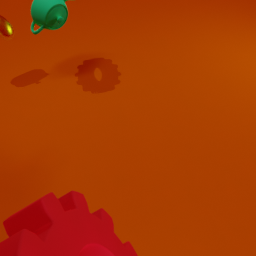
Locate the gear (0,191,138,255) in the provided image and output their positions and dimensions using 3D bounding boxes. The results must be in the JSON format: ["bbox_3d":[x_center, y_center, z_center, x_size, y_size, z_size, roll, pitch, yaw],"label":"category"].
[{"bbox_3d":[-0.128,0.791,1.133,0.201,1.085,1.085,-31,46,9],"label":"gear"}]

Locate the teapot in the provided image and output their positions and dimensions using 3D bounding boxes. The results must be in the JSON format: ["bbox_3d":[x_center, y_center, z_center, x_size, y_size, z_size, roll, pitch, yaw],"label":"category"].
[{"bbox_3d":[-2.042,-3.182,7.664,0.808,1.027,1.651,42,85,21],"label":"teapot"}]

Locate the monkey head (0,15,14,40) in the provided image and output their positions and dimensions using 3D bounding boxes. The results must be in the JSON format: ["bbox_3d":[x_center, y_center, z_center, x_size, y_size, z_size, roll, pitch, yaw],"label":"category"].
[{"bbox_3d":[-2.890,-2.258,4.758,1.193,1.979,1.424,2,78,19],"label":"monkey head"}]
